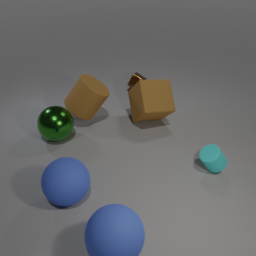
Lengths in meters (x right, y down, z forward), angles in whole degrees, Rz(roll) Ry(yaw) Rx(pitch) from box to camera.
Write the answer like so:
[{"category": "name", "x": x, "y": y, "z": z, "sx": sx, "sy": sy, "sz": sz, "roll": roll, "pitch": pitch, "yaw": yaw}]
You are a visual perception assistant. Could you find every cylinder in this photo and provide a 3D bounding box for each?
[{"category": "cylinder", "x": -1.716, "y": -1.284, "z": 11.697, "sx": 1.400, "sy": 1.400, "sz": 1.400, "roll": 33, "pitch": 24, "yaw": -16}, {"category": "cylinder", "x": 2.816, "y": 1.004, "z": 9.250, "sx": 0.700, "sy": 0.700, "sz": 0.700, "roll": -25, "pitch": 40, "yaw": 23}]

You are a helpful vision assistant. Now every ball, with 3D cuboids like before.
[{"category": "ball", "x": -1.800, "y": 1.551, "z": 8.146, "sx": 1.400, "sy": 1.400, "sz": 1.400, "roll": 0, "pitch": 32, "yaw": 0}, {"category": "ball", "x": -2.812, "y": -0.172, "z": 10.920, "sx": 1.400, "sy": 1.400, "sz": 1.400, "roll": 0, "pitch": 32, "yaw": 0}, {"category": "ball", "x": -0.306, "y": 2.485, "z": 6.514, "sx": 1.400, "sy": 1.400, "sz": 1.400, "roll": 0, "pitch": 32, "yaw": 0}]

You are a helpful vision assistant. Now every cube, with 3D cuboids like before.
[{"category": "cube", "x": 0.968, "y": -1.140, "z": 11.835, "sx": 1.400, "sy": 1.400, "sz": 1.400, "roll": -5, "pitch": -12, "yaw": -21}, {"category": "cube", "x": 0.496, "y": -2.474, "z": 14.992, "sx": 0.700, "sy": 0.700, "sz": 0.700, "roll": 33, "pitch": 25, "yaw": 4}]
